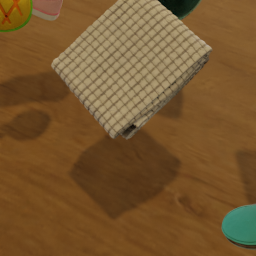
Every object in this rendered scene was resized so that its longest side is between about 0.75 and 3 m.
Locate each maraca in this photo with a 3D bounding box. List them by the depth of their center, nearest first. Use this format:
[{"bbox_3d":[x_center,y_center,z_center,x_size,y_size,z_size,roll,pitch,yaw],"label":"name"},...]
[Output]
[{"bbox_3d":[-2.968,-2.715,5.973,1.770,0.947,1.214,2,104,-20],"label":"maraca"}]

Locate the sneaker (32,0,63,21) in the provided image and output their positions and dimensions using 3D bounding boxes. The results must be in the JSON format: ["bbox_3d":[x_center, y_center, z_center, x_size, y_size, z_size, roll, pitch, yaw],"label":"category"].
[{"bbox_3d":[-2.771,-3.704,6.713,2.712,1.418,1.021,10,57,-30],"label":"sneaker"}]

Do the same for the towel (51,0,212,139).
[{"bbox_3d":[0.082,-1.244,5.758,2.536,1.085,2.100,-44,81,1],"label":"towel"}]

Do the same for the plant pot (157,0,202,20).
[{"bbox_3d":[0.988,-3.844,6.838,2.299,2.299,1.549,24,37,12],"label":"plant pot"}]

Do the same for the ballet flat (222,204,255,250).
[{"bbox_3d":[2.497,1.604,4.476,0.772,2.425,0.817,27,59,-6],"label":"ballet flat"}]
